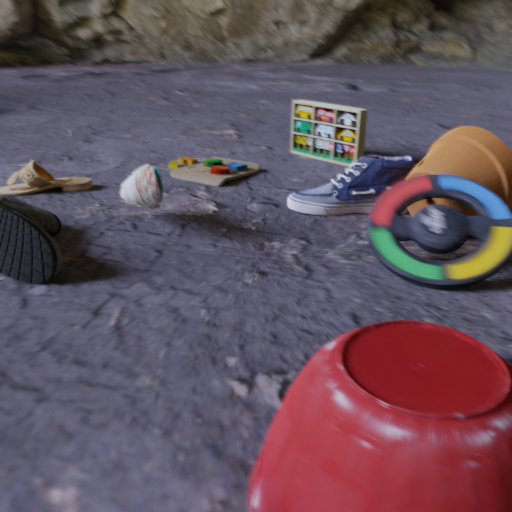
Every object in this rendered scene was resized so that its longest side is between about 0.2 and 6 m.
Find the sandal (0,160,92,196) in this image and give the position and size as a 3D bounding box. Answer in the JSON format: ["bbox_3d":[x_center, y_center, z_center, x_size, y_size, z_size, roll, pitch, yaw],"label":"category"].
[{"bbox_3d":[-5.116,-1.922,13.300,2.294,0.754,0.841,-4,24,-9],"label":"sandal"}]

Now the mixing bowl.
[{"bbox_3d":[1.299,1.490,4.647,2.711,1.468,2.711,1,24,0],"label":"mixing bowl"}]

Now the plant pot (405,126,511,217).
[{"bbox_3d":[3.776,-1.296,10.720,1.381,1.973,1.973,-31,35,-22],"label":"plant pot"}]

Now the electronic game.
[{"bbox_3d":[3.003,-0.461,9.183,2.324,0.484,2.324,-6,53,8],"label":"electronic game"}]

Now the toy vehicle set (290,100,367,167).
[{"bbox_3d":[2.000,-3.497,15.904,0.333,1.559,2.509,-20,30,-38],"label":"toy vehicle set"}]

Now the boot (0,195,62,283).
[{"bbox_3d":[-4.104,-0.530,9.837,3.000,1.016,1.960,23,15,20],"label":"boot"}]

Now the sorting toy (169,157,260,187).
[{"bbox_3d":[-1.367,-2.368,14.852,2.452,0.328,1.827,15,28,30],"label":"sorting toy"}]

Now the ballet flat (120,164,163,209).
[{"bbox_3d":[-2.209,-1.226,10.656,0.723,0.855,2.261,-17,4,-13],"label":"ballet flat"}]

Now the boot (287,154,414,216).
[{"bbox_3d":[1.996,-1.557,11.908,2.647,1.196,0.963,-1,24,-2],"label":"boot"}]
